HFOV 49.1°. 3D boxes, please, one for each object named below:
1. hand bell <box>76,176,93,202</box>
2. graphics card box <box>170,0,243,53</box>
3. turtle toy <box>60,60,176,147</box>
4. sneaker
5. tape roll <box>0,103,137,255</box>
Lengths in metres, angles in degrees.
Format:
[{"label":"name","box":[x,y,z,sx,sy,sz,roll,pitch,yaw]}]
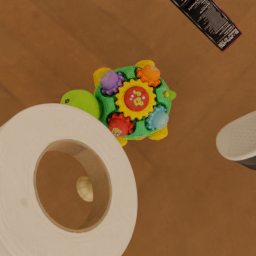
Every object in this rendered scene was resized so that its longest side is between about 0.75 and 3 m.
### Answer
[{"label":"hand bell","box":[-0.481,1.038,5.622,1.064,0.554,0.554,-32,71,30]},{"label":"graphics card box","box":[1.171,-2.500,5.327,2.125,0.540,1.333,32,32,-25]},{"label":"turtle toy","box":[-0.183,-0.512,6.193,2.660,1.345,1.939,-12,90,-6]},{"label":"sneaker","box":[3.090,0.001,5.117,2.744,1.361,0.970,-24,63,22]},{"label":"tape roll","box":[-0.872,0.853,4.066,0.462,2.528,2.528,-27,68,38]}]
